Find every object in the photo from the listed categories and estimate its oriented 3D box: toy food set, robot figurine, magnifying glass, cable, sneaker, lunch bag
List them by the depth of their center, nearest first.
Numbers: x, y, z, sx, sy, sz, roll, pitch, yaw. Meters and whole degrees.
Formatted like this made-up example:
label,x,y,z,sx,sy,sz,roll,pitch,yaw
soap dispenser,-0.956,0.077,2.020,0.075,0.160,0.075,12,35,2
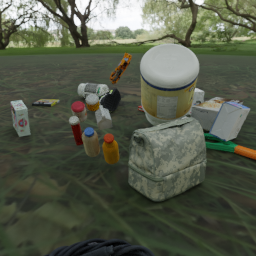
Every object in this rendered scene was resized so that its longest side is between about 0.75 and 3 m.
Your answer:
label,x,y,z,sx,sy,sz,roll,pitch,yaw
cable,-0.526,2.351,4.361,2.358,0.599,1.924,9,21,25
lunch bag,1.056,0.683,7.393,2.041,1.712,1.422,-12,23,-31
toy food set,-1.119,-0.187,8.592,1.252,1.180,2.623,-13,55,-8
magnifying glass,3.494,0.660,9.706,1.038,0.292,2.609,-14,22,-41
robot figurine,-0.412,-2.966,14.267,0.487,1.673,1.213,34,-7,-5
sneaker,-1.145,-1.327,14.829,1.098,0.951,2.652,-20,12,19

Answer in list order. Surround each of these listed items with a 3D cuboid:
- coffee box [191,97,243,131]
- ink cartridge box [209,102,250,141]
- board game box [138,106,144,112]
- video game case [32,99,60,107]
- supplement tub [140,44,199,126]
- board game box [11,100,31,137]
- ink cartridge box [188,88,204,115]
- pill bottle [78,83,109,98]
label,x,y,z,sx,sy,sz,roll,pitch,yaw
coffee box,3.921,-0.629,12.278,1.353,0.943,2.366,17,25,39
ink cartridge box,3.799,-0.268,10.302,0.714,1.275,1.869,30,19,29
board game box,1.720,-1.103,14.761,2.187,0.213,1.126,-15,25,-36
video game case,-4.614,-1.426,15.761,1.183,0.151,1.069,3,20,12
supplement tub,1.545,-1.517,10.946,2.110,2.922,2.110,-2,55,3
board game box,-4.414,-0.423,11.463,0.483,1.110,1.504,-11,22,-28
ink cartridge box,3.256,-1.278,13.717,0.524,1.223,0.903,-4,20,-13
pill bottle,-2.090,-2.190,16.723,1.675,0.947,0.947,10,22,24
